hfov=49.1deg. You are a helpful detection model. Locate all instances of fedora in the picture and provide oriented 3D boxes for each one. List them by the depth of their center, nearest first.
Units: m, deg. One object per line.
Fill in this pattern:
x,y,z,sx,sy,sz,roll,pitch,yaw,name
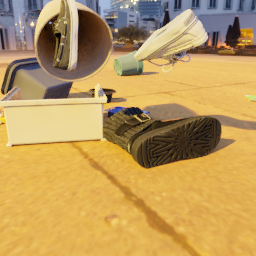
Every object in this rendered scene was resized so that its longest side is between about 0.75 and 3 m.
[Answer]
-1.240,-1.539,13.475,1.371,0.626,1.371,4,17,-1,fedora

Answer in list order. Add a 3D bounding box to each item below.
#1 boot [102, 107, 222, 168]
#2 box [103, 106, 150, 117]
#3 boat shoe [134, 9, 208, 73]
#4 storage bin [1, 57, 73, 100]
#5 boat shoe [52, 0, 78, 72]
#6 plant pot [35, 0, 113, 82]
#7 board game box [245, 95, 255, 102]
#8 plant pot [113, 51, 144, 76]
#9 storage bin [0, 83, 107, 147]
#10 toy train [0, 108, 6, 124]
0.915,0.045,7.901,2.888,1.087,2.160,-9,20,-24,boot
-0.075,-0.561,11.075,1.630,0.264,0.987,15,23,34,box
1.084,-1.955,6.972,0.926,1.069,2.507,-54,18,-19,boat shoe
-4.045,-1.882,12.963,1.910,2.069,2.843,33,26,9,storage bin
-1.414,-2.111,6.194,0.478,1.688,0.579,0,-4,-31,boat shoe
-1.728,-2.765,7.980,2.043,2.043,2.182,-8,44,-22,plant pot
6.246,-1.466,14.028,0.534,0.168,1.118,3,16,10,board game box
-0.038,-5.089,22.581,1.912,1.952,1.952,-18,24,-25,plant pot
-2.334,-0.604,9.413,2.980,1.396,2.958,-4,19,-10,storage bin
-5.000,-0.408,10.383,1.122,0.416,1.494,-9,21,-26,toy train
